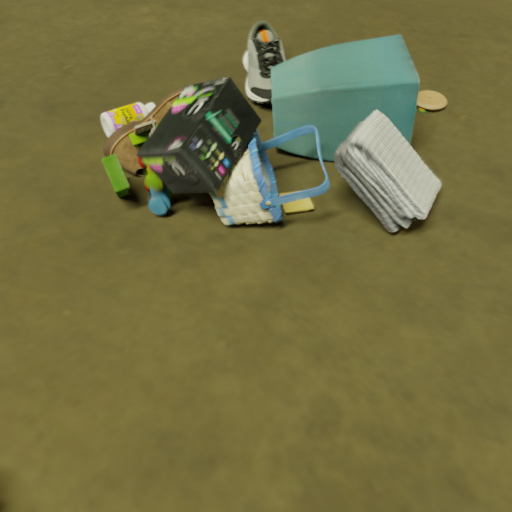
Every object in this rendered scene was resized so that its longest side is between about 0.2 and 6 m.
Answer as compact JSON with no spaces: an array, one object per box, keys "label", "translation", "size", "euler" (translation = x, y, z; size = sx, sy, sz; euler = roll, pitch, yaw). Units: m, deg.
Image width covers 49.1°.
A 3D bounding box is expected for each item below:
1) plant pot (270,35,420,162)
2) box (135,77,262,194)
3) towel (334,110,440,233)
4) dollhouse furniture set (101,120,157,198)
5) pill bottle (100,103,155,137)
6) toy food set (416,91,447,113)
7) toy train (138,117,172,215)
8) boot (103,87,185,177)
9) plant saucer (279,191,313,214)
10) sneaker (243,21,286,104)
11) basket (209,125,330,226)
[{"label":"plant pot","translation":[1.872,-3.495,12.829],"size":[3.043,2.150,2.149],"euler":[-3,46,2]},{"label":"box","translation":[-1.064,-2.245,10.609],"size":[1.389,1.162,1.870],"euler":[6,59,45]},{"label":"towel","translation":[2.622,-1.675,11.242],"size":[2.145,0.918,1.776],"euler":[47,40,-7]},{"label":"dollhouse furniture set","translation":[-1.715,-2.183,11.784],"size":[2.946,1.137,1.472],"euler":[-22,92,-11]},{"label":"pill bottle","translation":[-3.044,-3.309,13.586],"size":[1.299,0.677,0.677],"euler":[-26,51,-23]},{"label":"toy food set","translation":[4.506,-4.038,14.615],"size":[0.893,0.219,0.902],"euler":[-4,46,-4]},{"label":"toy train","translation":[-2.033,-1.760,11.220],"size":[0.738,1.744,1.009],"euler":[-4,43,2]},{"label":"boot","translation":[-2.089,-2.904,13.134],"size":[1.132,1.104,2.999],"euler":[37,61,10]},{"label":"plant saucer","translation":[0.840,-1.105,11.815],"size":[0.613,0.149,0.613],"euler":[-8,48,-9]},{"label":"sneaker","translation":[0.252,-5.122,14.936],"size":[1.206,1.294,3.264],"euler":[-6,47,-8]},{"label":"basket","translation":[0.238,-1.686,11.224],"size":[2.302,1.601,2.030],"euler":[-18,43,15]}]
